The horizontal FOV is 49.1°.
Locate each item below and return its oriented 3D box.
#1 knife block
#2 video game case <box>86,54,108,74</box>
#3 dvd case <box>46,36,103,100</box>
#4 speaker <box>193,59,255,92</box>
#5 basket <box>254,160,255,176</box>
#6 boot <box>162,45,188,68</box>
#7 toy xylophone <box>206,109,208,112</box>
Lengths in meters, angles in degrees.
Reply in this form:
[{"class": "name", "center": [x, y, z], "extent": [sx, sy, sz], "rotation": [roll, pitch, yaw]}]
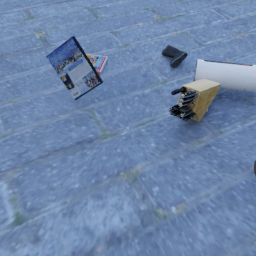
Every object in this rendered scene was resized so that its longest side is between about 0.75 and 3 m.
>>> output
[{"class": "knife block", "center": [1.870, -0.980, 7.913], "extent": [0.596, 1.634, 1.862], "rotation": [27, 76, 31]}, {"class": "video game case", "center": [-1.591, -2.448, 10.535], "extent": [1.454, 0.127, 1.040], "rotation": [9, 47, 9]}, {"class": "dvd case", "center": [-1.602, -1.765, 8.423], "extent": [1.131, 1.585, 0.139], "rotation": [-28, 11, 23]}, {"class": "speaker", "center": [3.241, -1.673, 9.031], "extent": [2.141, 0.869, 0.869], "rotation": [8, 47, 10]}, {"class": "basket", "center": [3.212, 0.955, 6.258], "extent": [0.535, 0.787, 0.709], "rotation": [-5, 87, 7]}, {"class": "boot", "center": [1.620, -2.724, 10.615], "extent": [0.825, 0.329, 1.001], "rotation": [-38, 49, -13]}, {"class": "toy xylophone", "center": [2.311, -0.909, 8.995], "extent": [0.692, 0.237, 0.945], "rotation": [6, 47, 23]}]
